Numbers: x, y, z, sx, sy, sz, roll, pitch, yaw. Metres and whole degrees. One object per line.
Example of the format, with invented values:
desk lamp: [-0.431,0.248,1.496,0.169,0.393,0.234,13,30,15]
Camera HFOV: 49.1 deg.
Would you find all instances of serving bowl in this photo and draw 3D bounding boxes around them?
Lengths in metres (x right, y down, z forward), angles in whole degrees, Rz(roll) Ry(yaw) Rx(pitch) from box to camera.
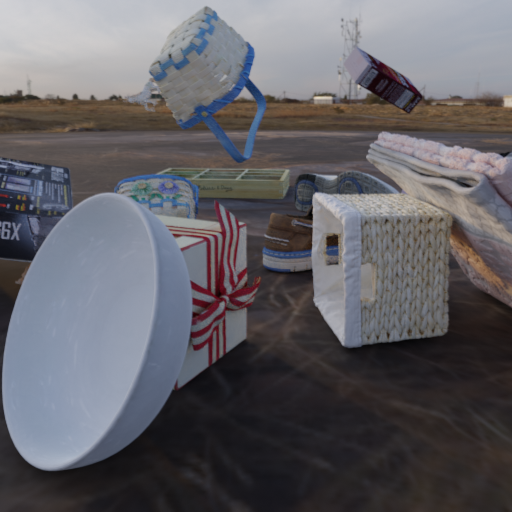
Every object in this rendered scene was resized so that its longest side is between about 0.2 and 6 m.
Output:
serving bowl: [-1.278,0.634,4.789,0.742,2.255,2.255,21,-3,-44]

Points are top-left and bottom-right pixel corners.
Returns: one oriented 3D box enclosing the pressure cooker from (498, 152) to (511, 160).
pressure cooker: [5.866,-1.423,12.301,1.985,1.746,1.773,14,42,44]

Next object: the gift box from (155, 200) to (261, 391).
gift box: [-1.017,0.308,6.216,1.700,1.820,1.680,10,24,26]

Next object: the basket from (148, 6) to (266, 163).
basket: [-0.750,-3.352,11.063,1.759,2.529,2.230,-25,35,34]

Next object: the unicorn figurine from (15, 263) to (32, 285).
unicorn figurine: [-3.024,0.205,8.816,1.294,0.478,0.889,9,27,-4]

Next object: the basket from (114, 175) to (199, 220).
basket: [-1.986,-1.009,11.406,1.772,1.398,2.010,-4,26,-10]

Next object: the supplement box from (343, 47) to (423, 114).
supplement box: [2.815,-3.883,12.412,1.670,0.508,0.909,19,37,-30]

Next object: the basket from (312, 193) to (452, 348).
basket: [1.508,0.079,7.057,1.338,1.649,1.663,-4,15,-5]

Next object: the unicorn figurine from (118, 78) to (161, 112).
unicorn figurine: [-2.511,-3.621,12.713,0.717,1.043,0.385,30,-24,4]

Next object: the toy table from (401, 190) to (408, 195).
toy table: [4.497,-1.717,15.023,0.611,0.960,1.044,-29,31,-27]

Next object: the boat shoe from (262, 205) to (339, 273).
boat shoe: [1.461,-0.497,10.157,3.060,1.108,1.105,-14,21,-39]

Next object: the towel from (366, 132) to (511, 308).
towel: [2.818,-0.132,6.679,0.520,3.080,3.225,-44,17,6]

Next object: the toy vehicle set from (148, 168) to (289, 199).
toy vehicle set: [-1.069,-2.293,17.489,4.094,0.543,2.544,2,16,6]

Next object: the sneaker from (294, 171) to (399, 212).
sneaker: [2.381,-1.543,13.830,1.425,1.219,3.271,-5,17,-35]

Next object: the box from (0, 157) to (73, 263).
box: [-4.385,-0.925,9.227,2.532,0.799,3.211,7,20,-23]
